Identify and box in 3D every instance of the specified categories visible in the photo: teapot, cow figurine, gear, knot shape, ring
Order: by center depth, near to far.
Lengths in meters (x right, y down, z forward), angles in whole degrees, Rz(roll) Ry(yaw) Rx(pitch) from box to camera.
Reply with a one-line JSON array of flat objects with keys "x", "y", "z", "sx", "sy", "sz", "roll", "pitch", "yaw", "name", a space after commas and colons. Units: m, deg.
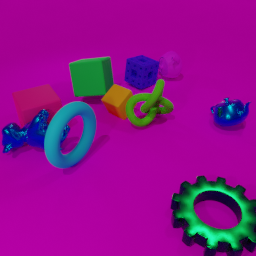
[{"x": 1.854, "y": 1.804, "z": 5.912, "sx": 1.870, "sy": 0.346, "sz": 1.870, "roll": 0, "pitch": 36, "yaw": 0, "name": "gear"}, {"x": -1.364, "y": 0.181, "z": 6.885, "sx": 0.343, "sy": 1.714, "sz": 1.714, "roll": 20, "pitch": 40, "yaw": 25, "name": "ring"}, {"x": -2.565, "y": 0.271, "z": 7.644, "sx": 1.605, "sy": 1.579, "sz": 0.881, "roll": 35, "pitch": 16, "yaw": -13, "name": "cow figurine"}, {"x": 0.619, "y": -0.664, "z": 8.524, "sx": 1.459, "sy": 1.559, "sz": 0.720, "roll": -30, "pitch": 57, "yaw": -8, "name": "knot shape"}, {"x": 3.138, "y": -0.536, "z": 8.558, "sx": 1.039, "sy": 0.818, "sz": 1.670, "roll": -23, "pitch": 12, "yaw": -23, "name": "teapot"}, {"x": 1.644, "y": -2.523, "z": 11.207, "sx": 0.846, "sy": 1.074, "sz": 1.727, "roll": -15, "pitch": -4, "yaw": -19, "name": "teapot"}]

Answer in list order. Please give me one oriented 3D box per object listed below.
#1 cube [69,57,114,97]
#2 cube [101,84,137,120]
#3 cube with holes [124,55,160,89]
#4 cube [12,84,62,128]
[{"x": -1.230, "y": -1.804, "z": 9.808, "sx": 1.152, "sy": 1.152, "sz": 1.152, "roll": -2, "pitch": 19, "yaw": 14, "name": "cube"}, {"x": -0.275, "y": -0.846, "z": 9.100, "sx": 0.733, "sy": 0.733, "sz": 0.733, "roll": 26, "pitch": 69, "yaw": 32, "name": "cube"}, {"x": 0.531, "y": -2.199, "z": 10.898, "sx": 0.913, "sy": 0.913, "sz": 0.913, "roll": 32, "pitch": 40, "yaw": 33, "name": "cube with holes"}, {"x": -2.660, "y": -0.476, "z": 8.409, "sx": 1.136, "sy": 1.136, "sz": 1.136, "roll": -19, "pitch": 41, "yaw": -24, "name": "cube"}]
